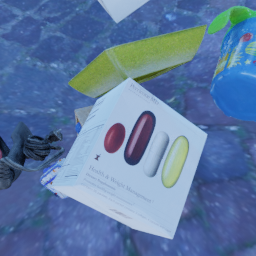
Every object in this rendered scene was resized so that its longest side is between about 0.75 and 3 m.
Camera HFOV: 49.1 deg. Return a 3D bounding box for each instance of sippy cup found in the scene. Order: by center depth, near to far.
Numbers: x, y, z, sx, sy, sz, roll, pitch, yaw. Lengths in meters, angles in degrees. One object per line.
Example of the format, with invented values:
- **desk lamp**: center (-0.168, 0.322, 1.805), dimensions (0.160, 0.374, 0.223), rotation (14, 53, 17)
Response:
- **sippy cup**: center (2.108, -0.933, 4.669), dimensions (1.952, 1.533, 1.431), rotation (29, 59, 12)

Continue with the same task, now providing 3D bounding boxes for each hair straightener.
- **hair straightener**: center (-1.398, 0.188, 3.841), dimensions (0.993, 2.581, 0.528), rotation (-32, 103, -15)

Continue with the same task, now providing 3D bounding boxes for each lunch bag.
- **lunch bag**: center (-1.148, 0.886, 4.860), dimensions (0.640, 0.799, 0.302), rotation (42, 38, -15)

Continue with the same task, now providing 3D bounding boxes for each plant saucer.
- **plant saucer**: center (0.152, -1.112, 5.215), dimensions (2.062, 2.059, 0.494), rotation (-22, 95, -28)

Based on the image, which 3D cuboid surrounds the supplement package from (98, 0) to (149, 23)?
- **supplement package**: center (-0.313, -3.877, 6.619), dimensions (1.562, 1.551, 2.059), rotation (-34, 44, 6)

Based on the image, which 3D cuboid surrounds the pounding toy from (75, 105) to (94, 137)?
- **pounding toy**: center (-0.463, 0.110, 4.543), dimensions (0.611, 1.335, 1.173), rotation (-16, 47, -20)

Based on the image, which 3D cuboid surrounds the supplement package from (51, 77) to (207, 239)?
- **supplement package**: center (0.026, 0.331, 2.881), dimensions (1.077, 0.829, 1.127), rotation (33, 66, -19)
